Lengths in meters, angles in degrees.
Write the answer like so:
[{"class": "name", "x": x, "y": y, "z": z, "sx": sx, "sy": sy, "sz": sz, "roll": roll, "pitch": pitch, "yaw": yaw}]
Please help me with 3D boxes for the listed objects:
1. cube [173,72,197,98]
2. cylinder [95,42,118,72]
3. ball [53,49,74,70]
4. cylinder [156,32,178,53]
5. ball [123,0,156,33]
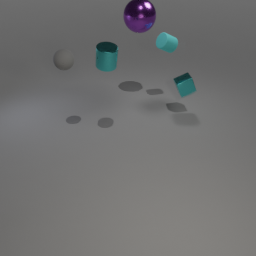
[{"class": "cube", "x": 2.459, "y": -1.859, "z": 12.130, "sx": 0.700, "sy": 0.700, "sz": 0.700, "roll": -23, "pitch": 31, "yaw": 8}, {"class": "cylinder", "x": -0.681, "y": -2.279, "z": 8.950, "sx": 0.700, "sy": 0.700, "sz": 0.700, "roll": 4, "pitch": 45, "yaw": -4}, {"class": "ball", "x": -2.149, "y": -2.286, "z": 9.369, "sx": 0.700, "sy": 0.700, "sz": 0.700, "roll": 0, "pitch": 31, "yaw": 0}, {"class": "cylinder", "x": 1.704, "y": -3.732, "z": 12.275, "sx": 0.700, "sy": 0.700, "sz": 0.700, "roll": 9, "pitch": 20, "yaw": -39}, {"class": "ball", "x": 0.499, "y": -4.777, "z": 11.924, "sx": 1.400, "sy": 1.400, "sz": 1.400, "roll": 0, "pitch": 31, "yaw": 0}]
